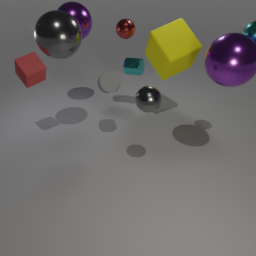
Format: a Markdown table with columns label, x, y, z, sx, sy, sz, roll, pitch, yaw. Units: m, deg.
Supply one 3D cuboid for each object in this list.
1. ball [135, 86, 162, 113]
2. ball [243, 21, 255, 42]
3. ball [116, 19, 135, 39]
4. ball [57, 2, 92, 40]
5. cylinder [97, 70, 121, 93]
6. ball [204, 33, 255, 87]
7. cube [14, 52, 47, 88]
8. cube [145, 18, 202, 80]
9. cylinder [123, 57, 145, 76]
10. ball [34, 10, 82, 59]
| label | x | y | z | sx | sy | sz | roll | pitch | yaw |
| --- | --- | --- | --- | --- | --- | --- | --- | --- | --- |
| ball | 0.533 | -0.754 | 7.329 | 0.700 | 0.700 | 0.700 | 0 | 31 | 0 |
| ball | 3.466 | -2.527 | 7.561 | 0.700 | 0.700 | 0.700 | 0 | 31 | 0 |
| ball | -0.089 | -3.570 | 10.099 | 0.700 | 0.700 | 0.700 | 0 | 31 | 0 |
| ball | -2.044 | -3.978 | 10.506 | 1.400 | 1.400 | 1.400 | 0 | 31 | 0 |
| cylinder | -0.620 | -1.497 | 9.131 | 0.700 | 0.700 | 0.700 | -6 | 7 | -11 |
| ball | 2.743 | -1.784 | 7.409 | 1.400 | 1.400 | 1.400 | 0 | 31 | 0 |
| cube | -3.078 | -1.833 | 8.860 | 0.700 | 0.700 | 0.700 | -33 | 78 | -29 |
| cube | 1.645 | -2.913 | 10.484 | 1.400 | 1.400 | 1.400 | -28 | 76 | -13 |
| cylinder | 0.255 | -2.547 | 11.614 | 0.700 | 0.700 | 0.700 | 9 | 32 | 20 |
| ball | -2.097 | -2.797 | 8.449 | 1.400 | 1.400 | 1.400 | 0 | 31 | 0 |
